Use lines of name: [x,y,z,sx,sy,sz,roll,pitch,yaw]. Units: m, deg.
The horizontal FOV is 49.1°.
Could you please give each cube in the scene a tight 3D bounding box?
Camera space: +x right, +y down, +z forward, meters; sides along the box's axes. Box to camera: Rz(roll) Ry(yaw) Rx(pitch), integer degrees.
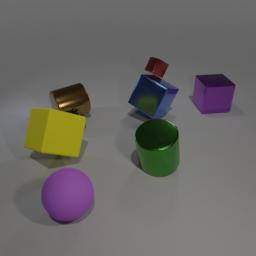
cube: [-2.500,0.142,9.576,1.400,1.400,1.400,14,-5,-43]
cube: [1.123,-1.413,12.285,1.400,1.400,1.400,35,23,21]
cube: [4.016,-1.641,13.274,1.400,1.400,1.400,-5,32,-7]
cube: [1.344,-2.856,13.204,0.700,0.700,0.700,21,8,-34]

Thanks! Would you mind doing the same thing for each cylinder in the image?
cylinder: [-2.551,-1.131,12.309,1.400,1.400,1.400,-22,37,-23]
cylinder: [0.993,0.656,9.276,1.400,1.400,1.400,-6,45,6]

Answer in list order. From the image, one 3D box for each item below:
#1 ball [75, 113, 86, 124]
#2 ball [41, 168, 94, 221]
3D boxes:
ball: [-2.122,-0.263,11.724,0.700,0.700,0.700,0,31,0]
ball: [-1.626,1.787,7.593,1.400,1.400,1.400,0,31,0]
